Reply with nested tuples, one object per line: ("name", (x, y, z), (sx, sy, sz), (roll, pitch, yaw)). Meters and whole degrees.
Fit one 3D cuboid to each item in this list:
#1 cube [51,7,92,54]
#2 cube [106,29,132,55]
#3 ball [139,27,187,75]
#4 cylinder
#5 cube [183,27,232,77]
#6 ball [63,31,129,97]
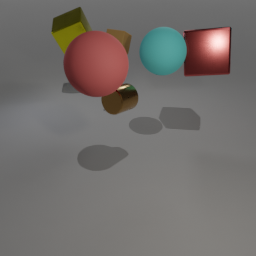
("cube", (-2.440, -4.269, 12.573), (1.400, 1.400, 1.400), (-19, 47, 10))
("cube", (-0.361, -3.072, 9.988), (0.700, 0.700, 0.700), (15, 10, 19))
("ball", (1.041, -2.286, 8.390), (1.400, 1.400, 1.400), (0, 29, 0))
("cylinder", (-0.205, -0.751, 7.194), (0.700, 0.700, 0.700), (20, 27, 32))
("cube", (2.549, -2.498, 9.185), (1.400, 1.400, 1.400), (-1, 17, 13))
("ball", (-0.688, -1.376, 6.090), (1.400, 1.400, 1.400), (0, 29, 0))
